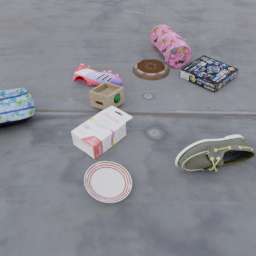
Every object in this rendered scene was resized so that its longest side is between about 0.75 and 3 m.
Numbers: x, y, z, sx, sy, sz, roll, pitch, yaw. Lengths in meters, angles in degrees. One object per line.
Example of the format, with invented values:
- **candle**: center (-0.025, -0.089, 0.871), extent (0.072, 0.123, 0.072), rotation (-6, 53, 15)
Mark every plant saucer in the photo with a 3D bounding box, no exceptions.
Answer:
- **plant saucer**: center (1.085, -2.816, 13.177), extent (1.751, 0.281, 1.751), rotation (-1, 41, 1)

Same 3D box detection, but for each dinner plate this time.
- **dinner plate**: center (-0.573, 1.550, 8.059), extent (1.389, 0.168, 1.389), rotation (9, 46, -10)

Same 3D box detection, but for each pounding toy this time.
- **pounding toy**: center (-0.744, -1.043, 10.887), extent (1.274, 0.906, 1.173), rotation (20, 41, 31)

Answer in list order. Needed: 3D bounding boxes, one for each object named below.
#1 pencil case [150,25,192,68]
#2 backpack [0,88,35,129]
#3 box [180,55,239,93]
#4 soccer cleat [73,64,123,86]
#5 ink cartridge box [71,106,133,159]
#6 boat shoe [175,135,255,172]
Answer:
- **pencil case**: center (2.068, -4.158, 14.015), extent (1.221, 1.169, 2.823), rotation (4, 38, -24)
- **backpack**: center (-4.393, -0.638, 9.801), extent (2.174, 1.671, 1.773), rotation (2, 0, -17)
- **box**: center (3.657, -2.497, 12.660), extent (1.898, 0.475, 1.912), rotation (33, 52, 30)
- **soccer cleat**: center (-1.309, -2.103, 12.168), extent (2.243, 0.748, 0.858), rotation (20, 74, 14)
- **ink cartridge box**: center (-0.834, 0.087, 9.639), extent (1.124, 0.651, 1.930), rotation (31, 52, 30)
- **boat shoe**: center (2.705, 0.856, 8.576), extent (2.590, 0.925, 0.774), rotation (-12, 38, -19)
